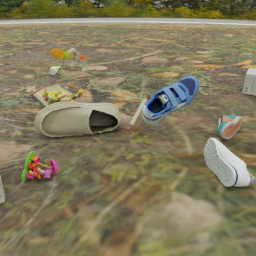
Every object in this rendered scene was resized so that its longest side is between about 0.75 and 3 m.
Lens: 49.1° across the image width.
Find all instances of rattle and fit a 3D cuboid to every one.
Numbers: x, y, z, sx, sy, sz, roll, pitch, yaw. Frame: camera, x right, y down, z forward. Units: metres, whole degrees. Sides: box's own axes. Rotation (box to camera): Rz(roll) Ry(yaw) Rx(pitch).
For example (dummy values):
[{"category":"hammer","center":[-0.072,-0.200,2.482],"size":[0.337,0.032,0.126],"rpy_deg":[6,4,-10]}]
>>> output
[{"category":"rattle","center":[-1.970,-2.357,9.368],"size":[0.739,0.673,1.034],"rpy_deg":[2,21,20]}]

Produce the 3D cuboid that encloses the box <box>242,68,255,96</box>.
[{"category":"box","center":[6.569,-1.847,12.068],"size":[2.862,0.979,1.176],"rpy_deg":[14,30,25]}]

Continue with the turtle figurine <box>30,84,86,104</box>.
[{"category":"turtle figurine","center":[-2.484,-1.022,10.724],"size":[2.154,0.694,1.737],"rpy_deg":[-9,35,-39]}]

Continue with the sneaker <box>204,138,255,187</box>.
[{"category":"sneaker","center":[2.514,0.862,7.154],"size":[0.699,0.663,1.736],"rpy_deg":[2,33,-12]}]

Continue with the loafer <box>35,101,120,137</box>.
[{"category":"loafer","center":[-1.490,-0.286,8.859],"size":[2.790,1.056,0.953],"rpy_deg":[-10,22,-20]}]

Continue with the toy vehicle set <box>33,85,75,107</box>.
[{"category":"toy vehicle set","center":[-3.180,-1.368,11.925],"size":[1.157,0.247,1.862],"rpy_deg":[-17,31,-30]}]

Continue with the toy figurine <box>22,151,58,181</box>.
[{"category":"toy figurine","center":[-2.130,1.021,6.957],"size":[0.737,0.601,0.801],"rpy_deg":[11,49,2]}]

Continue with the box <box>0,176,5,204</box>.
[{"category":"box","center":[-4.222,1.292,5.736],"size":[2.955,1.010,1.214],"rpy_deg":[-13,29,-24]}]

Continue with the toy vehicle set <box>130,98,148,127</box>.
[{"category":"toy vehicle set","center":[0.416,-0.493,9.088],"size":[0.123,0.928,0.577],"rpy_deg":[30,2,18]}]

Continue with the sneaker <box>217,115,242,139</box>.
[{"category":"sneaker","center":[3.127,-0.061,9.041],"size":[0.626,0.559,1.566],"rpy_deg":[16,24,35]}]

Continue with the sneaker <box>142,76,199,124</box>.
[{"category":"sneaker","center":[1.162,-0.792,7.582],"size":[1.826,0.751,0.675],"rpy_deg":[-38,72,0]}]

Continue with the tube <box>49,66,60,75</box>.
[{"category":"tube","center":[-4.133,-3.283,15.684],"size":[0.430,0.384,1.481],"rpy_deg":[34,13,-19]}]
